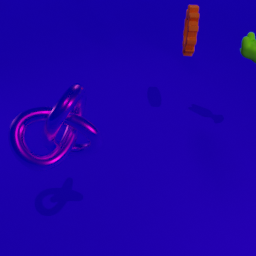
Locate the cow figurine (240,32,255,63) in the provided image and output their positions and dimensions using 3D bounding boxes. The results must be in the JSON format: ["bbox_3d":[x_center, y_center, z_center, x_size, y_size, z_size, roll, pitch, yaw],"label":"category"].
[{"bbox_3d":[3.274,-1.734,6.930,1.076,1.058,0.590,28,56,34],"label":"cow figurine"}]

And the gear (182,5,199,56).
[{"bbox_3d":[1.654,-2.577,7.452,0.234,1.264,1.264,4,39,4],"label":"gear"}]

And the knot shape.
[{"bbox_3d":[-0.803,-0.045,3.514,1.175,1.099,0.543,6,26,-45],"label":"knot shape"}]
